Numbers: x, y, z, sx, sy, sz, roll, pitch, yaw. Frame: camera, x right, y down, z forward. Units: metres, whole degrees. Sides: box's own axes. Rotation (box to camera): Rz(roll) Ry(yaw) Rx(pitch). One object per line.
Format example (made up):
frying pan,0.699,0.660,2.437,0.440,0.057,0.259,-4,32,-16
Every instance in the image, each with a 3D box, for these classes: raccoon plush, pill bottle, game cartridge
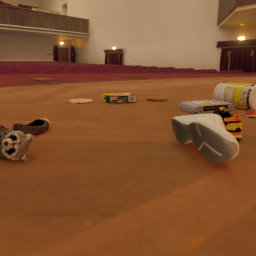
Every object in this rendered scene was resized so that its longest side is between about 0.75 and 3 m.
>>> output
raccoon plush,-2.736,0.278,6.902,1.177,0.850,1.756,8,14,1
pill bottle,5.329,-1.589,13.535,1.210,1.210,2.118,-10,17,-35
game cartridge,3.569,-1.008,12.910,2.187,0.443,1.458,-6,11,-23

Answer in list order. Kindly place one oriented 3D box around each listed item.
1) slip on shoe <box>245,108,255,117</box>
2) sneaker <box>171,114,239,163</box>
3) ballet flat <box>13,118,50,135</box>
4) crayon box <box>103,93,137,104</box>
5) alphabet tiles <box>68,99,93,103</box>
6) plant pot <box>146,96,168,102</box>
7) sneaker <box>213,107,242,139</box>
slip on shoe,5.029,-0.621,11.509,0.353,0.292,0.954,4,16,10
sneaker,1.929,0.041,6.678,1.045,0.918,2.609,-18,16,-8
ballet flat,-2.962,-0.081,8.797,0.607,0.519,1.827,2,14,9
crayon box,-0.480,-1.655,15.385,1.534,0.447,1.323,-5,15,-20
alphabet tiles,-2.599,-1.485,15.454,1.290,0.094,1.262,-12,19,-40
plant pot,1.671,-1.664,16.033,1.277,0.176,1.277,0,15,0
sneaker,2.837,-0.255,8.736,0.686,0.883,1.962,-4,14,-18
